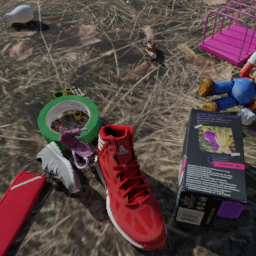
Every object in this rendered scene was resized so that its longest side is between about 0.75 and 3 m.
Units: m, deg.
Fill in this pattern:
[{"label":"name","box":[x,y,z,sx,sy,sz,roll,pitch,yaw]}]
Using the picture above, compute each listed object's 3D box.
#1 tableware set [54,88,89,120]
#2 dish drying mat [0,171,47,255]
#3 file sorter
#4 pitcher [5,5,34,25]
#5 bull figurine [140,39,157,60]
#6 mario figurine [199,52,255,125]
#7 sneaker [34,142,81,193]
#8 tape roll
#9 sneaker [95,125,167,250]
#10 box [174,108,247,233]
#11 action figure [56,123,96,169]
[{"label":"tableware set","box":[-1.726,-0.801,8.817,1.001,0.228,1.486,-21,51,-18]},{"label":"dish drying mat","box":[-2.628,1.874,6.314,0.786,0.186,2.047,13,48,10]},{"label":"file sorter","box":[4.385,-3.932,10.815,2.580,1.618,1.793,-34,55,-28]},{"label":"pitcher","box":[-4.899,-5.131,12.661,1.144,0.693,0.981,-20,39,-4]},{"label":"bull figurine","box":[0.831,-3.049,10.797,0.641,0.344,1.055,32,37,-16]},{"label":"mario figurine","box":[3.647,-1.218,8.265,2.815,1.738,1.492,-15,36,-8]},{"label":"sneaker","box":[-1.729,1.070,6.869,0.706,0.643,1.722,-33,44,-18]},{"label":"tape roll","box":[-1.662,-0.200,8.012,1.707,0.410,1.707,-1,52,1]},{"label":"sneaker","box":[-0.072,1.077,6.052,1.121,1.653,2.862,-22,51,-20]},{"label":"box","box":[1.831,0.886,6.383,1.242,1.432,2.342,10,47,9]},{"label":"action figure","box":[-1.375,0.412,6.860,1.195,0.801,0.890,46,32,-9]}]
